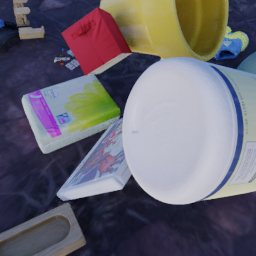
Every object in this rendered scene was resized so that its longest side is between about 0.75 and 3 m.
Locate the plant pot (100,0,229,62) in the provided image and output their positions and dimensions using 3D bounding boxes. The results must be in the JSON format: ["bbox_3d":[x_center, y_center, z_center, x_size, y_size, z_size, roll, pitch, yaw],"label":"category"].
[{"bbox_3d":[0.862,-3.282,7.808,2.830,3.008,3.008,6,43,42],"label":"plant pot"}]

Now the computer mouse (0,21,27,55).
[{"bbox_3d":[-5.320,-3.921,11.889,1.620,0.617,2.340,16,51,12],"label":"computer mouse"}]

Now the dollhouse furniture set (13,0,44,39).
[{"bbox_3d":[-4.209,-4.629,11.875,0.985,1.300,1.483,-12,91,-20],"label":"dollhouse furniture set"}]

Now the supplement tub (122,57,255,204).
[{"bbox_3d":[1.583,0.067,4.706,2.875,2.085,2.085,2,43,-35],"label":"supplement tub"}]

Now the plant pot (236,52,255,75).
[{"bbox_3d":[4.783,-1.974,9.748,1.978,1.332,1.978,0,49,0],"label":"plant pot"}]

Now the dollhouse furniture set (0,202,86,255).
[{"bbox_3d":[-1.472,2.582,5.102,2.795,2.395,2.940,-22,53,-18],"label":"dollhouse furniture set"}]

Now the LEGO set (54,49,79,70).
[{"bbox_3d":[-2.375,-2.737,11.199,1.116,0.274,0.834,35,57,13],"label":"LEGO set"}]

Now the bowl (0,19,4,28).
[{"bbox_3d":[-5.975,-4.162,11.884,1.537,0.302,1.537,-19,26,10],"label":"bowl"}]

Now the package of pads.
[{"bbox_3d":[-1.808,-0.568,8.831,2.591,0.883,2.001,-22,54,-19],"label":"package of pads"}]

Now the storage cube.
[{"bbox_3d":[-0.734,-2.108,7.026,1.113,1.171,1.302,-28,8,18],"label":"storage cube"}]

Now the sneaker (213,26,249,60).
[{"bbox_3d":[3.446,-3.539,11.271,2.527,0.957,1.327,24,66,22],"label":"sneaker"}]

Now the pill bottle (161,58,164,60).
[{"bbox_3d":[1.857,-3.062,10.925,0.964,0.964,1.741,17,52,14],"label":"pill bottle"}]

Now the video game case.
[{"bbox_3d":[-0.329,0.486,6.813,0.344,2.997,2.731,45,55,-13],"label":"video game case"}]
